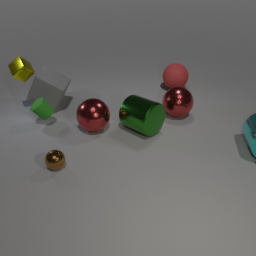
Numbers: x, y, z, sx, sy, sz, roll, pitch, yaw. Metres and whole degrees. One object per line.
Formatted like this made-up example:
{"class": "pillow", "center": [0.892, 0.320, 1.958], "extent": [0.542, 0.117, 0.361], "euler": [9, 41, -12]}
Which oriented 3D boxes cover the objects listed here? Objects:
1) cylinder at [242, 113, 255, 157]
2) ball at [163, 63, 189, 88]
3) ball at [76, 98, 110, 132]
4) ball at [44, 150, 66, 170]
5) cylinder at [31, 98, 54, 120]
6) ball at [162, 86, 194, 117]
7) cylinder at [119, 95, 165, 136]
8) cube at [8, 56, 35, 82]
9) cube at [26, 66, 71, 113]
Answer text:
{"class": "cylinder", "center": [4.991, 0.292, 10.049], "extent": [1.400, 1.400, 1.400], "euler": [4, 26, 7]}
{"class": "ball", "center": [2.597, -2.831, 15.317], "extent": [1.400, 1.400, 1.400], "euler": [0, 31, 0]}
{"class": "ball", "center": [-1.437, -0.536, 11.613], "extent": [1.400, 1.400, 1.400], "euler": [0, 31, 0]}
{"class": "ball", "center": [-2.500, 1.089, 9.604], "extent": [0.700, 0.700, 0.700], "euler": [0, 31, 0]}
{"class": "cylinder", "center": [-3.629, -0.811, 11.909], "extent": [0.700, 0.700, 0.700], "euler": [-25, 41, 24]}
{"class": "ball", "center": [2.253, -1.179, 12.678], "extent": [1.400, 1.400, 1.400], "euler": [0, 31, 0]}
{"class": "cylinder", "center": [0.585, -0.533, 11.538], "extent": [1.400, 1.400, 1.400], "euler": [24, 39, 37]}
{"class": "cube", "center": [-4.672, -2.574, 12.294], "extent": [0.700, 0.700, 0.700], "euler": [-38, 63, 12]}
{"class": "cube", "center": [-3.736, -1.833, 13.284], "extent": [1.400, 1.400, 1.400], "euler": [27, 30, -11]}
